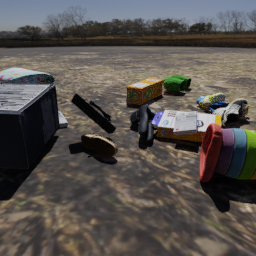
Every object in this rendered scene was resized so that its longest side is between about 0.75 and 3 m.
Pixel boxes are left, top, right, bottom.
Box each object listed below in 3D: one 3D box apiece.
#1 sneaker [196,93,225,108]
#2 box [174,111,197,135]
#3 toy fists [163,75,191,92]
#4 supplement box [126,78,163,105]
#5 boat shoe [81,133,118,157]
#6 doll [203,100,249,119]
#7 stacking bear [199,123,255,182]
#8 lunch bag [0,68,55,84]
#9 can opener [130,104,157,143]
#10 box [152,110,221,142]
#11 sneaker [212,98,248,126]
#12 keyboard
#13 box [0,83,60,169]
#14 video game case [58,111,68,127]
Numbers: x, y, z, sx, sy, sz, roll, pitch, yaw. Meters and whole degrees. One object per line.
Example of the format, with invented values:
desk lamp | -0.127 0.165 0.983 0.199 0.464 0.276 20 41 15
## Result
sneaker | 3.652 -1.297 12.526 1.468 0.556 0.771 -14 24 -32
box | 1.763 -0.152 8.537 0.668 0.176 0.857 -6 38 20
toy fists | 2.638 -2.442 15.405 1.130 0.763 2.218 18 25 24
supplement box | 0.836 -1.796 13.503 0.852 0.824 2.477 14 25 29
boat shoe | -0.734 0.416 7.982 0.518 0.519 1.440 -21 22 -41
doll | 3.891 -0.807 11.333 1.760 0.427 1.201 15 37 34
stacking bear | 2.874 0.671 6.440 2.204 1.339 1.253 11 22 7
lunch bag | -5.040 -2.094 13.366 2.100 1.503 2.466 11 28 29
can opener | 0.599 -0.120 9.361 0.900 0.725 2.288 -42 20 16
box | 1.908 -0.085 9.187 2.168 0.450 1.290 5 29 18
sneaker | 3.888 -0.522 10.301 1.641 0.621 0.719 -28 41 -18
keyboard | -1.015 -0.436 8.512 0.168 1.628 1.035 -54 9 -28
box | -3.623 -0.185 7.839 2.625 1.618 2.604 2 23 5
video game case | -3.165 -0.247 10.220 1.660 0.183 1.513 -9 22 -21
